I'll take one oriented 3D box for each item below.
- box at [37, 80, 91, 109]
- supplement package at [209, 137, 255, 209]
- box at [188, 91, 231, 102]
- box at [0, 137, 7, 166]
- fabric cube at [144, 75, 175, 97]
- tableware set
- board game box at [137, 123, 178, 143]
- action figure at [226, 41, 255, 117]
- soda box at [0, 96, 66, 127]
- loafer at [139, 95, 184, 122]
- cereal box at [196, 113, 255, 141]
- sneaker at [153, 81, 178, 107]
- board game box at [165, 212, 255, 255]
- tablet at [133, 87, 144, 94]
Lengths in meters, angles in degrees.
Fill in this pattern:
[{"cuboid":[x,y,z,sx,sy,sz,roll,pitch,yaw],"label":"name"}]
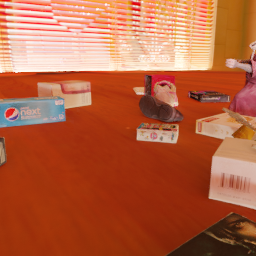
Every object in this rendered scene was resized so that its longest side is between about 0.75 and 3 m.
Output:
[{"cuboid":[-2.837,-1.527,12.609,2.016,1.099,1.289,-14,20,-43],"label":"box"},{"cuboid":[1.868,0.680,4.683,0.736,0.738,1.259,8,16,28],"label":"supplement package"},{"cuboid":[4.206,-1.681,14.717,1.499,0.379,2.097,-2,16,-7],"label":"box"},{"cuboid":[-3.112,0.559,5.468,0.981,0.586,0.998,2,14,9],"label":"box"},{"cuboid":[1.650,-2.193,14.895,1.279,1.283,1.259,-3,13,-14],"label":"fabric cube"},{"cuboid":[2.707,0.540,4.916,1.805,0.411,2.680,35,7,-20],"label":"tableware set"},{"cuboid":[0.833,0.119,7.733,1.061,0.341,0.782,3,14,13],"label":"board game box"},{"cuboid":[4.183,-1.541,8.868,2.189,2.940,1.969,21,37,22],"label":"action figure"},{"cuboid":[-3.487,-0.579,9.484,2.555,0.820,0.867,-6,16,-25],"label":"soda box"},{"cuboid":[1.174,-0.646,10.278,0.678,0.774,2.153,14,11,-33],"label":"loafer"},{"cuboid":[3.337,0.024,7.793,1.695,0.466,2.356,-12,19,-39],"label":"cereal box"},{"cuboid":[1.692,-1.503,12.342,1.096,1.189,2.694,2,14,8],"label":"sneaker"},{"cuboid":[0.852,1.542,2.073,2.574,0.362,1.741,-12,19,-39],"label":"board game box"},{"cuboid":[1.294,-2.423,18.040,1.769,0.186,2.719,-1,14,-3],"label":"tablet"}]
